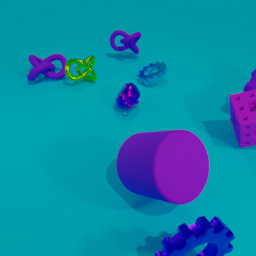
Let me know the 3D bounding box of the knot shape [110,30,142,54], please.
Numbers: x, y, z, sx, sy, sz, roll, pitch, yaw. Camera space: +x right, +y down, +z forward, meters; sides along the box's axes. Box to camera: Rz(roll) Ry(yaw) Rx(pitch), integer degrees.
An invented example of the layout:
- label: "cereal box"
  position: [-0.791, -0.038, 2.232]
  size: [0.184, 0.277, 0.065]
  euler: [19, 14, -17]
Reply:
- label: "knot shape"
  position: [0.027, -3.389, 10.907]
  size: [1.303, 1.219, 0.602]
  euler: [16, 73, -27]

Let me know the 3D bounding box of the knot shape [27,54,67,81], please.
- label: "knot shape"
  position: [-3.015, -2.134, 9.970]
  size: [1.527, 0.705, 1.429]
  euler: [15, 39, 20]

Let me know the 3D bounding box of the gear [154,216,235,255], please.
- label: "gear"
  position: [1.058, 1.972, 4.439]
  size: [1.319, 1.319, 0.244]
  euler: [-14, 33, -16]

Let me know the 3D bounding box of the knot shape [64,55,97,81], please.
- label: "knot shape"
  position: [-1.609, -1.995, 9.538]
  size: [1.086, 1.161, 0.536]
  euler: [-6, 56, -13]

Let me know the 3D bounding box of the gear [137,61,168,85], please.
- label: "gear"
  position: [0.860, -1.945, 9.871]
  size: [1.074, 0.199, 1.074]
  euler: [-19, 38, 15]

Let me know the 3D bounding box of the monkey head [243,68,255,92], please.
- label: "monkey head"
  position: [3.928, -1.181, 7.843]
  size: [1.101, 1.827, 1.314]
  euler: [19, 39, 38]

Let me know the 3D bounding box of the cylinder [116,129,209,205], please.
- label: "cylinder"
  position: [0.656, 0.729, 5.557]
  size: [1.342, 1.342, 1.342]
  euler: [-28, 11, -29]

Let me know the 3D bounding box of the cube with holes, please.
- label: "cube with holes"
  position: [3.191, -0.257, 7.035]
  size: [0.990, 0.990, 0.990]
  euler: [-12, 50, 13]

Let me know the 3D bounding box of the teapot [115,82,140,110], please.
- label: "teapot"
  position: [0.045, -0.952, 8.576]
  size: [0.672, 0.853, 1.372]
  euler: [31, 27, -14]
